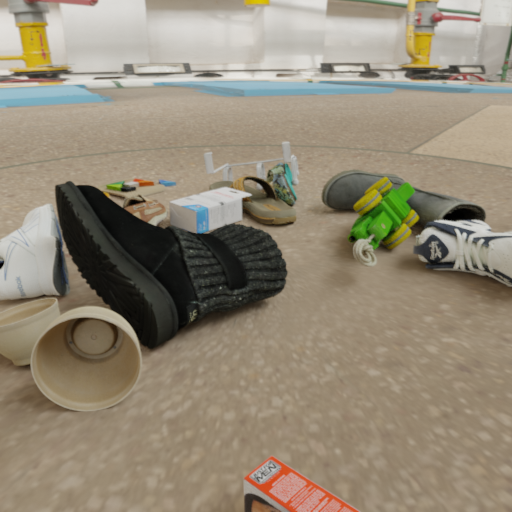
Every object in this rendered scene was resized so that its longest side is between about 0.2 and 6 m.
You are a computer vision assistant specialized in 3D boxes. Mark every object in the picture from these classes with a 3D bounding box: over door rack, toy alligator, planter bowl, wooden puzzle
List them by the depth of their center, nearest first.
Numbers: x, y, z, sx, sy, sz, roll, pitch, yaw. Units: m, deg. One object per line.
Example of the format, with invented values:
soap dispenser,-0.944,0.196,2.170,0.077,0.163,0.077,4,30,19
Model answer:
planter bowl,-1.998,1.114,6.777,1.233,1.233,0.830,-4,20,-9
planter bowl,-3.048,1.052,7.486,0.980,0.659,0.980,-14,13,3
toy alligator,2.318,-0.553,11.237,1.043,1.140,3.843,-39,4,38
over door rack,-0.018,-2.164,14.371,2.093,0.943,2.832,-7,2,9
wooden puzzle,-3.402,-1.865,15.187,1.524,0.264,2.259,15,27,32

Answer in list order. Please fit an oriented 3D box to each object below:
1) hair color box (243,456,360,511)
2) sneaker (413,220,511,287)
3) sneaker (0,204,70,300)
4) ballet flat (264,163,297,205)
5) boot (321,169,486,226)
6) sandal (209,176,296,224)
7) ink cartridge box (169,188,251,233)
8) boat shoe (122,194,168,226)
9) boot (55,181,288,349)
hair color box,0.501,2.303,4.608,1.325,0.673,0.406,19,29,40
sneaker,3.681,-0.048,9.873,1.611,0.988,2.475,-5,23,-8
sneaker,-4.122,-0.139,10.045,1.293,1.106,2.969,-12,25,-16
ballet flat,0.586,-1.767,14.507,0.886,0.886,2.388,1,21,1
boot,3.256,-1.142,12.746,2.619,1.045,2.881,-11,32,-21
sandal,-0.069,-1.491,13.560,1.196,0.804,2.979,-14,26,-31
ink cartridge box,-1.011,-1.060,12.821,1.711,0.571,0.991,-21,30,-41
boat shoe,-2.434,-0.964,11.959,0.805,0.763,2.126,-23,15,5
boot,-1.417,-0.190,9.001,2.569,1.293,3.436,-25,60,-36
